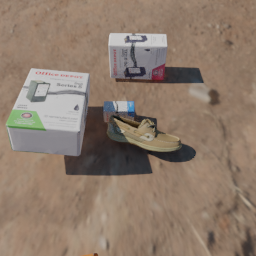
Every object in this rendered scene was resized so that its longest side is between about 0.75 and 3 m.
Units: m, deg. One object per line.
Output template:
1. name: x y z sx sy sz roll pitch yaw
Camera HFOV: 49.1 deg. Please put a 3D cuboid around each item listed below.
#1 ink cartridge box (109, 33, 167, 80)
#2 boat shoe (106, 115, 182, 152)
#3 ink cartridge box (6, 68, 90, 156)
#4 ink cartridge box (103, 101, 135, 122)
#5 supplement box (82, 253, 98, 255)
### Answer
1. ink cartridge box: 0.306 -2.374 9.357 1.861 1.347 0.785 2 48 2
2. boat shoe: 0.479 0.137 7.957 2.189 0.706 0.780 11 19 3
3. ink cartridge box: -2.006 -0.508 7.585 1.733 1.001 2.382 5 45 -5
4. ink cartridge box: -0.277 -0.488 8.524 0.923 0.667 0.389 0 62 -2
5. supplement box: -0.830 3.553 6.056 0.500 0.517 1.502 -11 68 -1
